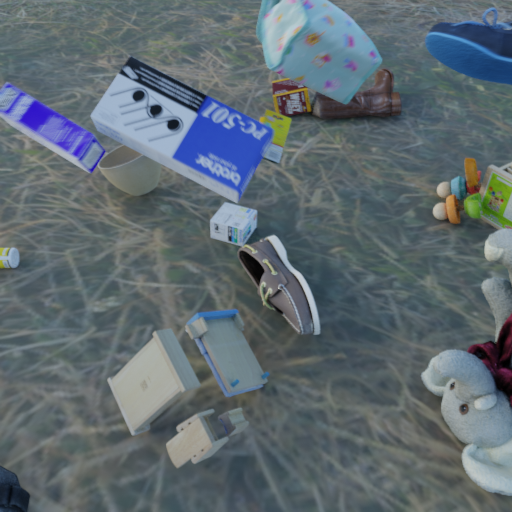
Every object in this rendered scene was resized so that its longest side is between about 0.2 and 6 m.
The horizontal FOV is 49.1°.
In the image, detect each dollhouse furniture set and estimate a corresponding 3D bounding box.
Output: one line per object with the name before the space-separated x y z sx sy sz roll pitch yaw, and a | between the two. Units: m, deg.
dollhouse furniture set | -0.782 2.029 8.480 2.060 1.344 1.945 -2 54 -52

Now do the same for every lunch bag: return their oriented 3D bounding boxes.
lunch bag | 1.203 -4.693 11.881 2.106 1.508 2.473 14 46 -31

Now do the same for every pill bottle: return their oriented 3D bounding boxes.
pill bottle | -4.978 0.041 10.782 0.697 0.388 0.388 0 41 0

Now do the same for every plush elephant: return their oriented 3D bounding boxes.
plush elephant | 3.462 1.595 7.648 2.451 3.166 2.607 -29 31 1

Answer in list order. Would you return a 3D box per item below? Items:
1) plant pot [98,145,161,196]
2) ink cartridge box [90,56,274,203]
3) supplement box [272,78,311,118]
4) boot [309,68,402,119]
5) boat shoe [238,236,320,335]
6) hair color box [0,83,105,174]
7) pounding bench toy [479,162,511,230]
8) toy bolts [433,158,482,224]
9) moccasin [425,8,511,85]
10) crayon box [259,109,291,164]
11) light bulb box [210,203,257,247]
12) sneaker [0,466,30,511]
plant pot | -2.677 -1.894 12.465 1.386 0.930 1.386 -16 32 10
ink cartridge box | -1.230 -2.147 9.550 2.785 0.616 1.309 27 77 2
supplement box | 0.979 -4.440 15.566 0.973 0.655 0.986 -10 41 8
boot | 2.675 -4.596 15.878 2.473 0.794 2.305 -4 40 2
boat shoe | 0.368 0.535 9.847 0.758 0.915 2.548 -13 38 -13
hair color box | -3.484 -2.139 9.494 1.694 0.926 0.549 30 83 1
pounding bench toy | 5.857 -1.124 11.494 1.514 1.206 1.941 -24 46 -25
toy bolts | 4.277 -1.457 11.991 0.958 1.319 1.381 -7 20 28
moccasin | 3.841 -3.182 8.665 2.346 0.944 0.800 27 83 20
crayon box | 0.277 -2.242 10.541 0.555 0.874 0.222 17 2 -20
light bulb box | -0.459 -0.654 11.517 0.740 0.462 0.733 16 43 17
sneaker | -4.214 3.178 6.845 2.790 1.019 1.561 6 38 -5
